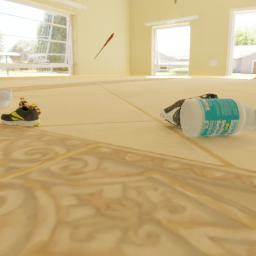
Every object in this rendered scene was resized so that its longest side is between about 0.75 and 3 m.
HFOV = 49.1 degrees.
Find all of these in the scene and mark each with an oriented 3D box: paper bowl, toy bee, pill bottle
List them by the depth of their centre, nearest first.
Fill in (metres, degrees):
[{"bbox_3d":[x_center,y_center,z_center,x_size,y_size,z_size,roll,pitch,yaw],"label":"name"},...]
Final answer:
[{"bbox_3d":[2.530,-0.315,7.931,1.901,1.053,1.053,-3,13,-10],"label":"pill bottle"},{"bbox_3d":[-4.073,-0.847,11.073,1.269,0.690,0.831,0,15,1],"label":"toy bee"},{"bbox_3d":[-6.244,-1.396,13.132,1.533,0.797,1.533,0,13,0],"label":"paper bowl"}]

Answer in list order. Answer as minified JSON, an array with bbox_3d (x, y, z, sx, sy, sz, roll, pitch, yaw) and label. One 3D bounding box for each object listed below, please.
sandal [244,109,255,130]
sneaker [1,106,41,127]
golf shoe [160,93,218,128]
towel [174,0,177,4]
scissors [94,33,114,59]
[{"bbox_3d":[4.209,-0.277,9.034,1.810,0.736,0.445,-7,-26,-25],"label":"sandal"},{"bbox_3d":[-3.582,-0.441,9.356,1.554,0.658,0.579,5,13,19],"label":"sneaker"},{"bbox_3d":[2.180,-0.681,9.608,1.264,1.040,2.675,12,16,41],"label":"golf shoe"},{"bbox_3d":[1.677,-4.800,9.988,0.089,0.562,0.781,-4,35,19],"label":"towel"},{"bbox_3d":[-0.977,-3.232,11.107,0.091,1.302,0.476,41,6,-10],"label":"scissors"}]
